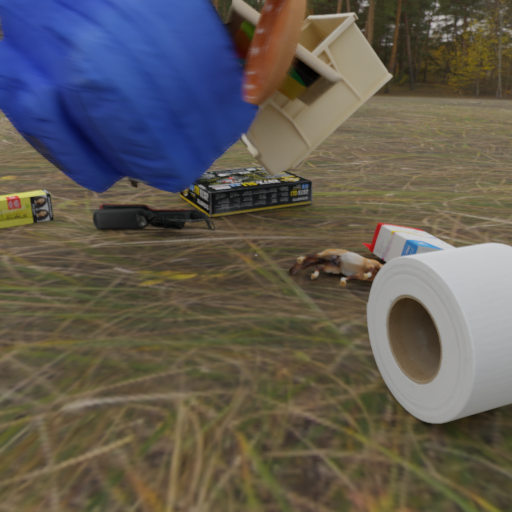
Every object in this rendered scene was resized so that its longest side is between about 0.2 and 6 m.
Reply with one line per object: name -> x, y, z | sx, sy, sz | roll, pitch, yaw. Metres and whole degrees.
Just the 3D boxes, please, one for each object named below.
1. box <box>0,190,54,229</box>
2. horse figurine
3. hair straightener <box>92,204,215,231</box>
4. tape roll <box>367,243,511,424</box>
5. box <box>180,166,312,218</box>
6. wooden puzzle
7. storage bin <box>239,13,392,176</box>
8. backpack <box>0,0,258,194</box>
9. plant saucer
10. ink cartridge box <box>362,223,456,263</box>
box -> -5.495, -1.010, 12.489 | 1.781, 0.670, 0.446 | -13, 24, -33
horse figurine -> 1.492, 0.205, 9.422 | 1.879, 0.469, 1.245 | 12, 17, 37
hair straightener -> -2.227, -0.707, 12.076 | 2.680, 0.548, 1.031 | 6, 21, 3
tape roll -> 2.168, 0.793, 6.021 | 1.209, 1.761, 1.761 | -8, 22, -22
box -> -0.311, -1.722, 14.394 | 2.799, 0.691, 2.235 | -10, 24, -25
wooden puzzle -> 0.285, -3.148, 9.071 | 1.950, 0.392, 2.107 | 33, 1, -10
storage bin -> 0.809, -3.451, 11.854 | 3.052, 1.441, 3.075 | -42, 24, 7
backpack -> -2.112, -2.700, 9.026 | 3.992, 3.243, 3.349 | 34, 80, 37
plant saucer -> 0.244, -2.781, 7.222 | 0.275, 1.706, 1.706 | 12, 17, -16
ink cartridge box -> 2.724, -0.131, 9.957 | 0.988, 0.572, 1.701 | 8, 17, -21
